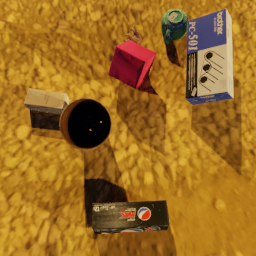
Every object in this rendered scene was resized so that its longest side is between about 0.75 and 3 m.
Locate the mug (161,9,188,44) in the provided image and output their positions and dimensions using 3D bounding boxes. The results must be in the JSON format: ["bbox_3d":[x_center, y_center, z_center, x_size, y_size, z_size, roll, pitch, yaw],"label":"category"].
[{"bbox_3d":[1.597,-3.478,9.489,0.906,0.682,1.103,-9,70,2],"label":"mug"}]

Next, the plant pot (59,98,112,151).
[{"bbox_3d":[-1.063,-0.114,7.771,1.334,1.427,1.334,0,92,1],"label":"plant pot"}]

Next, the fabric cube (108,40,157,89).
[{"bbox_3d":[0.141,-1.976,8.625,1.002,0.986,1.005,28,37,10],"label":"fabric cube"}]

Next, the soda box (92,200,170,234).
[{"bbox_3d":[0.065,2.335,7.315,1.950,0.618,0.690,-3,58,0],"label":"soda box"}]

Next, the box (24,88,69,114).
[{"bbox_3d":[-2.477,-0.807,8.632,1.209,0.470,0.574,7,70,3],"label":"box"}]

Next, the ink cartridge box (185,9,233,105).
[{"bbox_3d":[2.497,-2.176,8.641,1.291,0.607,2.746,-7,70,35],"label":"ink cartridge box"}]

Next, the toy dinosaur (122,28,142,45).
[{"bbox_3d":[0.239,-2.786,9.138,0.728,1.074,0.461,35,48,0],"label":"toy dinosaur"}]
